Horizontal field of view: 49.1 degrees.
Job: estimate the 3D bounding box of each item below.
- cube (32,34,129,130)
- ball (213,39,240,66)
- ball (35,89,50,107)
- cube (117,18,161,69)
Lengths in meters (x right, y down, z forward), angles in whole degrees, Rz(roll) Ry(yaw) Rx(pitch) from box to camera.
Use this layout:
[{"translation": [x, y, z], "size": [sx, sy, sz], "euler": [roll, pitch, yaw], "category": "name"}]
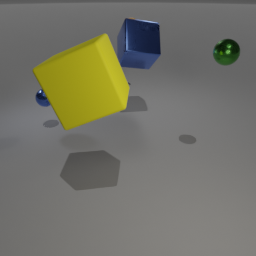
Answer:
[{"translation": [-0.893, -1.023, 6.015], "size": [1.400, 1.400, 1.400], "euler": [-19, 22, 12], "category": "cube"}, {"translation": [2.650, -2.038, 7.543], "size": [0.700, 0.700, 0.700], "euler": [0, 28, 0], "category": "ball"}, {"translation": [-3.201, -1.163, 10.782], "size": [0.700, 0.700, 0.700], "euler": [0, 28, 0], "category": "ball"}, {"translation": [0.398, -3.320, 11.241], "size": [1.400, 1.400, 1.400], "euler": [2, -13, -15], "category": "cube"}]
